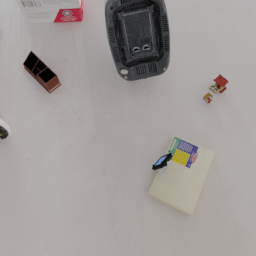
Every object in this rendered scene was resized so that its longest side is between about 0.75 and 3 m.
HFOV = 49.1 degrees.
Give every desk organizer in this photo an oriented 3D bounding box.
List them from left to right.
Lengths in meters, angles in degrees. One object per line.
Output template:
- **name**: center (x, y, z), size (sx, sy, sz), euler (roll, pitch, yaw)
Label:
- **desk organizer**: center (-2.777, -1.790, 8.891), size (0.493, 0.530, 1.375), euler (-42, 72, -16)

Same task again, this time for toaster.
- **toaster**: center (0.189, -2.969, 8.020), size (1.681, 2.958, 1.911), euler (-13, 40, 2)

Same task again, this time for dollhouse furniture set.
- **dollhouse furniture set**: center (2.626, -1.155, 8.630), size (0.926, 0.498, 0.377), euler (-41, 69, -5)

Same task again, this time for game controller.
- **game controller**: center (0.881, 0.878, 7.303), size (0.188, 0.895, 0.467), euler (34, 72, -3)

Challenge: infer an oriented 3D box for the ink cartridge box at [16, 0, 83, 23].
- **ink cartridge box**: center (-2.665, -4.854, 8.955), size (2.093, 2.882, 1.201), euler (-1, 66, -1)

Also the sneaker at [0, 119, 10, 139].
- **sneaker**: center (-4.531, -0.532, 8.160), size (2.637, 0.948, 0.956), euler (26, 49, 5)

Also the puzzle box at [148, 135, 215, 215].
- **puzzle box**: center (1.490, 1.241, 7.705), size (1.262, 0.241, 1.896), euler (24, 68, 11)
